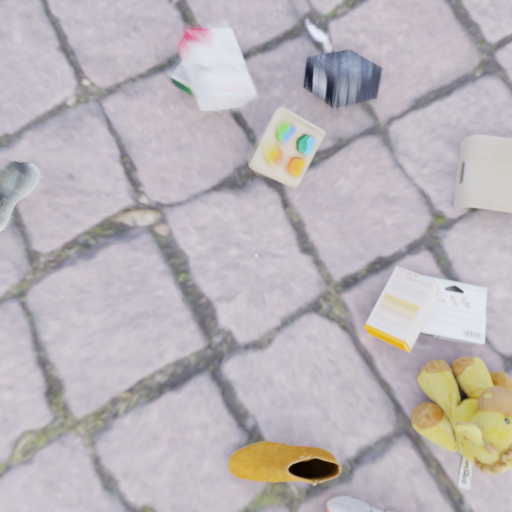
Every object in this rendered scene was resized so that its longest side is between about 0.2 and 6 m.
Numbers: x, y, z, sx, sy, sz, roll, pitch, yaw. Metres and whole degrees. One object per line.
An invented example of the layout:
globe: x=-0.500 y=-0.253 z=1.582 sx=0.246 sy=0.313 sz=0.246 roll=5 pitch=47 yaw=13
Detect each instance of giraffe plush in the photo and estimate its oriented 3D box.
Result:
giraffe plush: x=3.578 y=2.667 z=8.811 sx=1.884 sy=1.771 sz=2.184 roll=-4 pitch=77 yaw=-1

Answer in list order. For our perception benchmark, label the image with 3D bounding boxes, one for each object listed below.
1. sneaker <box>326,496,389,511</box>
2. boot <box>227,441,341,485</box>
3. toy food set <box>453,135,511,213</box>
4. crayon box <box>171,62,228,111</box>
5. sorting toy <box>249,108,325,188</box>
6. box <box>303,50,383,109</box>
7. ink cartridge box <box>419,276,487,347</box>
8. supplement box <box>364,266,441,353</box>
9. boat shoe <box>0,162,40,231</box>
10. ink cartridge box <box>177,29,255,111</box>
sneaker: x=2.123 y=4.656 z=8.950 sx=2.255 sy=0.869 sz=0.923 roll=18 pitch=93 yaw=11
boot: x=0.405 y=3.314 z=8.917 sx=1.786 sy=1.279 sz=0.629 roll=-3 pitch=76 yaw=0
toy food set: x=4.793 y=-1.383 z=10.438 sx=2.017 sy=0.609 sz=1.447 roll=9 pitch=77 yaw=11
crayon box: x=-0.906 y=-3.420 z=10.960 sx=1.287 sy=0.327 sz=0.817 roll=32 pitch=80 yaw=4
sorting toy: x=0.584 y=-1.907 z=10.080 sx=1.108 sy=0.218 sz=1.197 roll=20 pitch=106 yaw=-32
box: x=1.599 y=-3.319 z=10.449 sx=1.047 sy=0.615 sz=1.030 roll=-19 pitch=46 yaw=-25
ink cartridge box: x=3.462 y=0.984 z=9.989 sx=1.201 sy=0.262 sz=1.042 roll=11 pitch=68 yaw=3
supplement box: x=2.555 y=0.919 z=9.745 sx=0.803 sy=0.469 sz=1.275 roll=24 pitch=77 yaw=35
boat shoe: x=-4.554 y=-1.001 z=9.864 sx=0.647 sy=0.516 sz=1.710 roll=42 pitch=100 yaw=16
ink cartridge box: x=-0.732 y=-3.415 z=10.306 sx=0.983 sy=0.565 sz=1.354 roll=-17 pitch=85 yaw=-34
